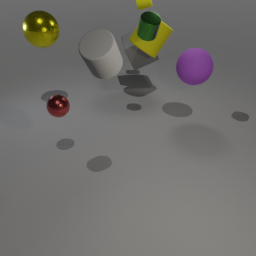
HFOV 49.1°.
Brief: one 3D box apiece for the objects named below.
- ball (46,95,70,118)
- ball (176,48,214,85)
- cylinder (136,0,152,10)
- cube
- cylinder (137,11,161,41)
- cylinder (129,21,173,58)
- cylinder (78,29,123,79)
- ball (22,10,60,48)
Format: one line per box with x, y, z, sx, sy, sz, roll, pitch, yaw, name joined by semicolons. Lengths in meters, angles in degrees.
-2.137;-0.670;8.581;0.700;0.700;0.700;0;30;0;ball
2.564;-2.355;10.788;1.400;1.400;1.400;0;30;0;ball
0.770;-6.160;13.576;0.700;0.700;0.700;-9;28;14;cylinder
0.611;-4.113;14.373;1.400;1.400;1.400;-22;43;11;cube
0.705;-3.444;9.500;0.700;0.700;0.700;5;60;-8;cylinder
0.996;-4.050;12.228;1.400;1.400;1.400;31;19;-12;cylinder
-0.514;-1.418;5.432;0.700;0.700;0.700;-4;68;11;cylinder
-3.395;-3.857;10.980;1.400;1.400;1.400;0;30;0;ball
